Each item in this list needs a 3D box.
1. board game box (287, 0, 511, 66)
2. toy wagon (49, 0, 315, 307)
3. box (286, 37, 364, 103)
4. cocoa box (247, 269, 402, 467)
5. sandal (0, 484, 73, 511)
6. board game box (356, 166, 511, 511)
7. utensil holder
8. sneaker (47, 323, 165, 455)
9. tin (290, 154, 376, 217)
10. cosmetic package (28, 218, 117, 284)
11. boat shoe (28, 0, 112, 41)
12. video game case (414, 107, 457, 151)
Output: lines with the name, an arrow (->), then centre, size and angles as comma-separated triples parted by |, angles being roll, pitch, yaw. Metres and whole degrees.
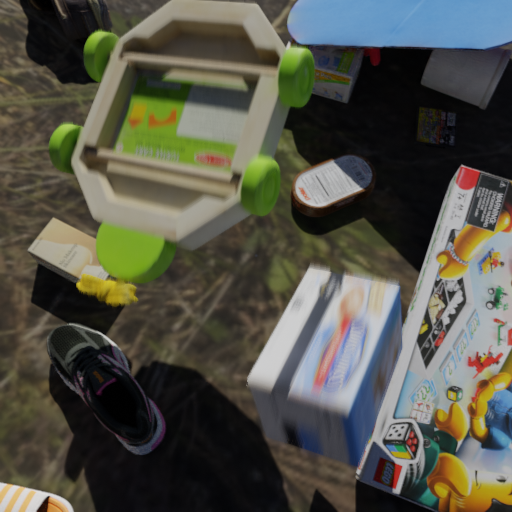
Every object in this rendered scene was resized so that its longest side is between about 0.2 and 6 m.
board game box -> 3.400, -4.576, 10.867 | 5.561, 1.083, 4.394 | 15, 51, 32
toy wagon -> -1.148, -1.333, 7.202 | 3.199, 0.816, 4.123 | 14, 82, 24
box -> 1.258, -3.693, 10.957 | 1.440, 0.730, 0.810 | 19, 66, 8
cocoa box -> 0.903, 1.243, 6.559 | 1.185, 1.205, 1.807 | 10, 47, 27
sandal -> -3.729, 3.562, 7.672 | 2.350, 0.673, 0.900 | 12, 66, 5
board game box -> 3.699, 1.410, 8.085 | 3.095, 0.849, 4.903 | 19, 77, 10
utensil holder -> 3.984, -3.561, 10.700 | 1.325, 1.126, 1.126 | 24, 68, 13
sneaker -> -2.234, 1.816, 8.281 | 2.384, 1.029, 0.958 | 39, 70, 17
tin -> 1.392, -1.298, 10.112 | 1.619, 0.339, 0.907 | -24, 63, -10
cosmetic package -> -2.953, 0.041, 9.371 | 1.452, 0.516, 0.764 | 25, 68, 11
boat shoe -> -4.283, -5.732, 11.647 | 1.199, 1.218, 3.271 | -34, 69, -14
video game case -> 3.447, -2.446, 10.736 | 0.765, 0.108, 0.846 | 10, 67, 4
